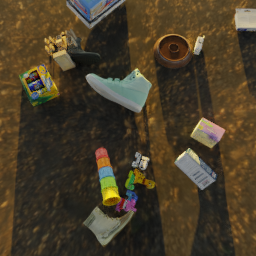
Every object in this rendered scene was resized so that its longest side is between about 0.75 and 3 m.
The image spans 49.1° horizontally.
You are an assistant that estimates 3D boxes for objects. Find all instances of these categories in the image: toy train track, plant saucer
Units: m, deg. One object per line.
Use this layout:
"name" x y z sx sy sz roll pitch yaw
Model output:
"toy train track" -3.150 -3.951 12.382 0.492 0.140 0.858 38 75 11
"plant saucer" 1.971 -3.399 12.125 1.716 0.295 1.716 0 71 -1

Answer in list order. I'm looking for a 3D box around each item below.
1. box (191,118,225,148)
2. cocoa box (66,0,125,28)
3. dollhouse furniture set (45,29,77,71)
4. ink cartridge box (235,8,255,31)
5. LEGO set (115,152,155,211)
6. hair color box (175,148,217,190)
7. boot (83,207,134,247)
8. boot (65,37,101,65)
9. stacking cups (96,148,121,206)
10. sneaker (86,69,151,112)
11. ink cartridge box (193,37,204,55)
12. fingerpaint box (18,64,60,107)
"box" 2.976 0.204 10.530 0.922 1.048 0.507 31 75 10
"cocoa box" -1.318 -5.895 12.128 2.373 1.557 1.582 -43 89 -13
"dollhouse furniture set" -2.711 -3.244 11.802 1.242 0.880 1.352 -17 60 10
"ink cartridge box" 5.396 -4.882 12.641 1.061 0.234 1.081 2 70 1
"LEGO set" 0.431 2.073 10.016 0.881 0.819 2.148 14 72 20
"hair color box" 2.449 1.483 10.141 1.401 0.701 0.424 45 34 3
"boot" -0.670 3.170 9.823 1.542 0.556 1.192 -43 76 -11
"boot" -2.085 -3.397 11.976 1.863 0.631 1.217 1 66 -1
"stacking cups" -0.785 1.687 9.967 0.633 0.633 2.093 -15 50 -5
"sneaker" -0.318 -1.840 11.245 2.545 0.937 1.501 28 79 0
"ink cartridge box" 3.064 -3.617 12.108 0.254 0.442 0.755 16 72 5
"fingerpaint box" -3.638 -1.755 11.462 1.156 0.508 1.385 -26 74 -8
